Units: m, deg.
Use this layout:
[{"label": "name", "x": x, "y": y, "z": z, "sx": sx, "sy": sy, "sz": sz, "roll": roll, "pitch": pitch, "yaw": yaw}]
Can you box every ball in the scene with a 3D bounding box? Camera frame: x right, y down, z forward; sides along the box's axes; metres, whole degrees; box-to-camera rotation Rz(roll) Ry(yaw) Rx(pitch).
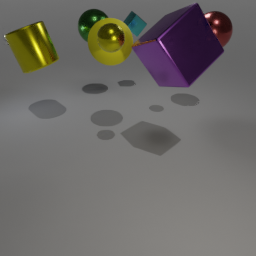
[{"label": "ball", "x": -0.538, "y": -2.645, "z": 8.642, "sx": 1.400, "sy": 1.400, "sz": 1.400, "roll": 0, "pitch": 29, "yaw": 0}, {"label": "ball", "x": -0.424, "y": -2.232, "z": 6.949, "sx": 0.700, "sy": 0.700, "sz": 0.700, "roll": 0, "pitch": 29, "yaw": 0}, {"label": "ball", "x": 3.134, "y": -3.573, "z": 10.365, "sx": 1.400, "sy": 1.400, "sz": 1.400, "roll": 0, "pitch": 29, "yaw": 0}, {"label": "ball", "x": -1.400, "y": -4.239, "z": 11.742, "sx": 1.400, "sy": 1.400, "sz": 1.400, "roll": 0, "pitch": 29, "yaw": 0}]

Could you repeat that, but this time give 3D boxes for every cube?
[{"label": "cube", "x": 1.225, "y": -2.002, "z": 7.084, "sx": 1.400, "sy": 1.400, "sz": 1.400, "roll": -44, "pitch": 23, "yaw": -12}, {"label": "cube", "x": 0.290, "y": -4.629, "z": 12.445, "sx": 0.700, "sy": 0.700, "sz": 0.700, "roll": 29, "pitch": 20, "yaw": -33}]

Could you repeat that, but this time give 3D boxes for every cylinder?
[{"label": "cylinder", "x": -3.333, "y": -2.828, "z": 9.830, "sx": 1.400, "sy": 1.400, "sz": 1.400, "roll": -18, "pitch": 24, "yaw": 8}]
